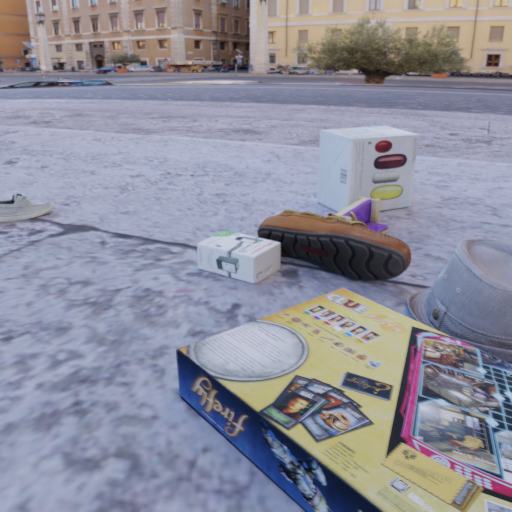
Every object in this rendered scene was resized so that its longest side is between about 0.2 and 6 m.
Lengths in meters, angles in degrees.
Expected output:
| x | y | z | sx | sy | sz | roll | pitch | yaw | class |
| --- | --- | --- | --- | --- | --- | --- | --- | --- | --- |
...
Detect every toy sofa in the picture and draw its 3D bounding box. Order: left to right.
| x | y | z | sx | sy | sz | roll | pitch | yaw | class |
| --- | --- | --- | --- | --- | --- | --- | --- | --- | --- |
| 2.161 | -0.698 | 11.690 | 0.799 | 0.678 | 1.638 | 12 | 25 | 31 | toy sofa |

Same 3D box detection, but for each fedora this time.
| x | y | z | sx | sy | sz | roll | pitch | yaw | class |
| --- | --- | --- | --- | --- | --- | --- | --- | --- | --- |
| 3.426 | 0.459 | 8.158 | 2.242 | 1.144 | 2.535 | 1 | 22 | 2 | fedora |

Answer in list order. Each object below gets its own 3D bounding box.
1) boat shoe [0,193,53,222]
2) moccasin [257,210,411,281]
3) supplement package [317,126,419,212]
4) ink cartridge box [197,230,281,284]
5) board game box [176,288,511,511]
| x | y | z | sx | sy | sz | roll | pitch | yaw | class |
| --- | --- | --- | --- | --- | --- | --- | --- | --- | --- |
| -5.542 | -1.160 | 12.989 | 1.580 | 0.563 | 0.551 | -14 | 26 | -31 | boat shoe |
| 1.433 | -0.286 | 10.130 | 2.935 | 1.074 | 1.133 | 10 | 42 | 42 | moccasin |
| 2.684 | -2.124 | 13.671 | 1.921 | 1.837 | 1.413 | -9 | 24 | -22 | supplement package |
| -0.294 | -0.004 | 10.140 | 1.255 | 0.528 | 0.916 | 13 | 25 | 30 | ink cartridge box |
| 1.408 | 1.638 | 5.788 | 2.765 | 0.706 | 4.081 | -16 | 26 | -34 | board game box |
